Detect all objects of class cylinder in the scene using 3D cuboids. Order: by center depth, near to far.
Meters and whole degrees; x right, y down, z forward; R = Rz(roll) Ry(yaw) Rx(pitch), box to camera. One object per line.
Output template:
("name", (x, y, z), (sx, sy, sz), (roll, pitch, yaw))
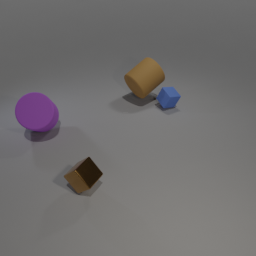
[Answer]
("cylinder", (-3.478, -0.572, 10.864), (1.400, 1.400, 1.400), (-4, -4, -7))
("cylinder", (0.779, -2.353, 13.201), (1.400, 1.400, 1.400), (-42, 44, -12))

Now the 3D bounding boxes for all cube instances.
("cube", (-1.318, 1.398, 8.304), (0.700, 0.700, 0.700), (-29, 12, 44))
("cube", (1.882, -1.425, 13.025), (0.700, 0.700, 0.700), (-8, 51, -35))
